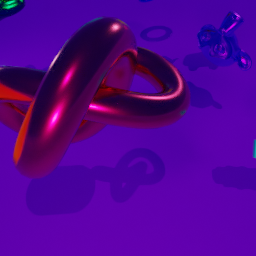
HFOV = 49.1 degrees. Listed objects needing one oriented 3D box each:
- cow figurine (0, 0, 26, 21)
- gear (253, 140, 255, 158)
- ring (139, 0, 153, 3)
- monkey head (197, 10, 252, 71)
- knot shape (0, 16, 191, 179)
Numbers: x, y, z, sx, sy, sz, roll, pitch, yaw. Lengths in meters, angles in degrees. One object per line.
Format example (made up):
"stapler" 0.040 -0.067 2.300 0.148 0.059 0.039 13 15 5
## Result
"cow figurine" -2.966 -2.449 5.584 1.705 0.951 1.732 -29 36 -4
"gear" 2.256 0.305 3.509 1.243 1.243 0.230 3 90 3
"ring" 0.901 -4.192 8.484 1.310 0.262 1.310 -20 32 13
"monkey head" 1.895 -1.731 5.479 0.833 0.995 1.382 -9 53 -51
"knot shape" -0.229 -0.266 2.140 1.525 0.753 1.630 -21 9 -28
